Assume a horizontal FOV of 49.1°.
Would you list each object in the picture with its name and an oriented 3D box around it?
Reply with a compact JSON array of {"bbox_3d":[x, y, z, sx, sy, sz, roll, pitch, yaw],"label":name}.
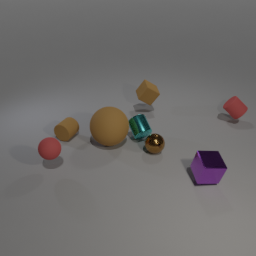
[{"bbox_3d":[0.927,0.535,9.684,0.700,0.700,0.700,0,29,0],"label":"ball"},{"bbox_3d":[0.440,-0.042,10.348,0.700,0.700,0.700,-14,67,-24],"label":"cylinder"},{"bbox_3d":[-0.661,-0.064,9.975,1.400,1.400,1.400,0,29,0],"label":"ball"},{"bbox_3d":[-2.407,0.632,8.609,0.700,0.700,0.700,0,29,0],"label":"ball"},{"bbox_3d":[0.857,-1.553,12.237,0.700,0.700,0.700,24,31,-28],"label":"cube"},{"bbox_3d":[4.424,-0.842,11.555,0.700,0.700,0.700,44,34,-6],"label":"cylinder"},{"bbox_3d":[2.341,1.145,8.195,0.700,0.700,0.700,2,40,-12],"label":"cube"},{"bbox_3d":[-2.313,0.040,10.586,0.700,0.700,0.700,11,31,19],"label":"cylinder"}]
